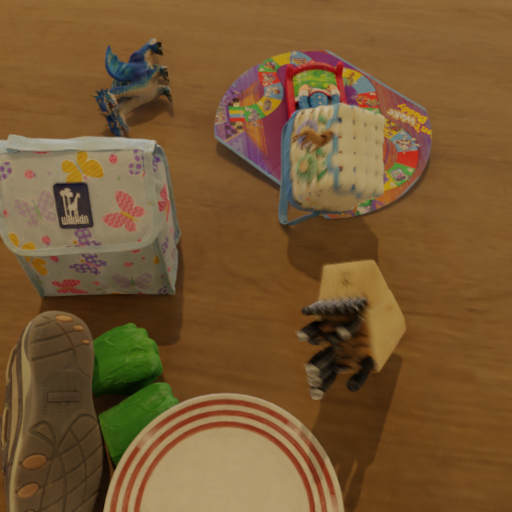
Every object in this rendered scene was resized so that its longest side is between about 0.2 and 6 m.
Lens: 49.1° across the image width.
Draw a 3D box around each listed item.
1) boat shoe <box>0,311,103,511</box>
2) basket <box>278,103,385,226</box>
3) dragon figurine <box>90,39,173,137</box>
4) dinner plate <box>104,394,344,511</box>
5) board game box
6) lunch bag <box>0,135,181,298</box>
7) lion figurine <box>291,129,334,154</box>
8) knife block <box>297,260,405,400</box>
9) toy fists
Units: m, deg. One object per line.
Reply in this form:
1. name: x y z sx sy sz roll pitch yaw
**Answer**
1. boat shoe: -3.092 2.606 8.290 1.293 1.272 3.470 16 62 -38
2. basket: 1.211 -1.803 10.642 1.715 2.466 2.174 4 81 -28
3. dragon figurine: -3.121 -4.482 13.786 1.862 1.102 3.744 -10 54 -8
4. dinner plate: -0.440 3.585 7.723 3.277 0.397 3.277 -1 65 1
5. board game box: 1.546 -3.186 12.360 4.908 0.956 3.878 39 69 18
6. lunch bag: -2.792 -0.677 9.574 2.645 3.119 1.983 0 52 -1
7. lion figurine: 0.840 -1.723 8.170 0.693 0.424 0.251 -5 61 -54
8. knife block: 1.431 1.306 8.098 0.809 2.528 2.219 -7 52 27
9. toy fists: -1.921 2.152 8.896 1.184 0.799 2.323 -24 57 -8
